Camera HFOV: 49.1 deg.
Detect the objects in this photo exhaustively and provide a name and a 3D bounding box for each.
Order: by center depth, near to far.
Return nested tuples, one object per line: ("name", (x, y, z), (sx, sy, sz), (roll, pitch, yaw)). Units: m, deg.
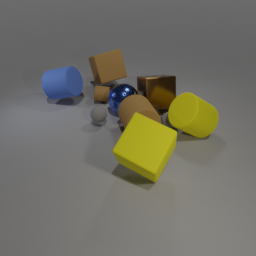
("cube", (0.552, 0.625, 8.564), (1.400, 1.400, 1.400), (26, 75, 16))
("cylinder", (2.507, -0.474, 10.765), (1.400, 1.400, 1.400), (22, 17, -38))
("cylinder", (0.425, -0.426, 11.143), (1.400, 1.400, 1.400), (-8, 32, -12))
("ball", (1.715, -0.320, 11.611), (0.700, 0.700, 0.700), (0, 32, 0))
("ball", (-1.226, -0.577, 11.706), (0.700, 0.700, 0.700), (0, 32, 0))
("ball", (-0.197, -1.289, 12.528), (1.400, 1.400, 1.400), (0, 32, 0))
("cube", (1.277, -1.651, 12.740), (1.400, 1.400, 1.400), (-6, 15, -13))
("cylinder", (-3.097, -2.131, 13.300), (1.400, 1.400, 1.400), (-5, 29, 24))
("cylinder", (-1.266, -1.664, 13.539), (0.700, 0.700, 0.700), (6, 32, -6))
("cube", (-1.043, -3.097, 14.197), (1.400, 1.400, 1.400), (-19, 16, -15))
